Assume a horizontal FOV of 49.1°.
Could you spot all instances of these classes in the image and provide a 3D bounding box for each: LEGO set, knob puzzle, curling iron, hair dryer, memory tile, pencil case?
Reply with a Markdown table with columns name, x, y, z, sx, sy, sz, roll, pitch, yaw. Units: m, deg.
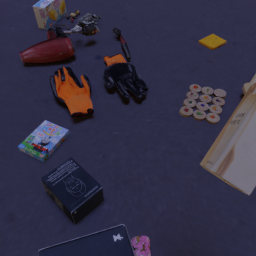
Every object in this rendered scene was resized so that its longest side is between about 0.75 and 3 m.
| name | x | y | z | sx | sy | sz | roll | pitch | yaw |
| --- | --- | --- | --- | --- | --- | --- | --- | --- | --- |
| LEGO set | -1.889 | -4.660 | 11.857 | 1.969 | 0.558 | 1.279 | 24 | 52 | 20 |
| knob puzzle | 4.738 | -0.629 | 8.197 | 3.154 | 0.437 | 3.154 | 0 | 47 | 0 |
| curling iron | -0.229 | -3.194 | 10.658 | 0.502 | 0.259 | 2.024 | 18 | 39 | -38 |
| hair dryer | -2.746 | -3.115 | 10.508 | 2.234 | 0.797 | 2.933 | 14 | 42 | 35 |
| memory tile | 2.315 | -0.778 | 8.549 | 1.192 | 0.131 | 1.555 | 17 | 49 | 15 |
| pencil case | 0.289 | 2.534 | 5.277 | 0.400 | 0.418 | 0.966 | 8 | 44 | -17 |

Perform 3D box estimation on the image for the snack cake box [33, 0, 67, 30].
| name | x | y | z | sx | sy | sz | roll | pitch | yaw |
| --- | --- | --- | --- | --- | --- | --- | --- | --- | --- |
| snack cake box | -3.277 | -5.031 | 11.927 | 0.556 | 0.952 | 1.655 | 14 | 49 | 12 |

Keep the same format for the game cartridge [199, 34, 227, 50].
| name | x | y | z | sx | sy | sz | roll | pitch | yaw |
| --- | --- | --- | --- | --- | --- | --- | --- | --- | --- |
| game cartridge | 3.312 | -3.371 | 10.970 | 0.819 | 0.133 | 0.722 | -30 | 54 | -22 |

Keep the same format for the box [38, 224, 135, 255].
| name | x | y | z | sx | sy | sz | roll | pitch | yaw |
| --- | --- | --- | --- | --- | --- | --- | --- | --- | --- |
| box | -0.316 | 2.851 | 3.835 | 1.302 | 2.096 | 2.114 | -13 | 48 | -12 |

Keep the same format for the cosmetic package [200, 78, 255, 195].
| name | x | y | z | sx | sy | sz | roll | pitch | yaw |
| --- | --- | --- | --- | --- | --- | --- | --- | --- | --- |
| cosmetic package | 1.174 | 0.006 | 2.608 | 0.402 | 0.596 | 1.132 | 33 | 89 | 6 |

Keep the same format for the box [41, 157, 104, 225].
| name | x | y | z | sx | sy | sz | roll | pitch | yaw |
| --- | --- | --- | --- | --- | --- | --- | --- | --- | --- |
| box | -1.221 | 1.368 | 6.224 | 0.848 | 0.612 | 1.142 | -35 | 56 | -28 |

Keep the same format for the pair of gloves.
| name | x | y | z | sx | sy | sz | roll | pitch | yaw |
| --- | --- | --- | --- | --- | --- | --- | --- | --- | --- |
| pair of gloves | -0.946 | -1.437 | 9.021 | 2.943 | 0.364 | 2.622 | -16 | 48 | -18 |

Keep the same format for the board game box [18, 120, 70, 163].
| name | x | y | z | sx | sy | sz | roll | pitch | yaw |
| --- | --- | --- | --- | --- | --- | --- | --- | --- | --- |
| board game box | -2.224 | 0.325 | 7.475 | 0.833 | 0.201 | 1.101 | 21 | 50 | 19 |
